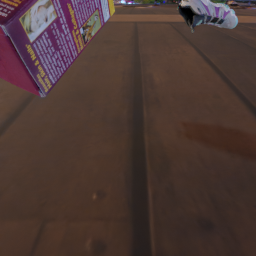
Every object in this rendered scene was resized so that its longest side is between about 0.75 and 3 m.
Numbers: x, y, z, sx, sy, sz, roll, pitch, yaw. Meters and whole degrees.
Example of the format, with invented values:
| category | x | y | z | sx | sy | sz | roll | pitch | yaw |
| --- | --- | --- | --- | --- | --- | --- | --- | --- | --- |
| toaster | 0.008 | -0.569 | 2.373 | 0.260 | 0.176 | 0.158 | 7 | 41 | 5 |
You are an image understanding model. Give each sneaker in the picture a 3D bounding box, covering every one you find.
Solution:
| category | x | y | z | sx | sy | sz | roll | pitch | yaw |
| --- | --- | --- | --- | --- | --- | --- | --- | --- | --- |
| sneaker | 2.331 | -3.306 | 8.542 | 1.894 | 0.736 | 1.325 | 30 | 65 | 2 |

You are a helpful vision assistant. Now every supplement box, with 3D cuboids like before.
| category | x | y | z | sx | sy | sz | roll | pitch | yaw |
| --- | --- | --- | --- | --- | --- | --- | --- | --- | --- |
| supplement box | -1.584 | -2.274 | 5.311 | 1.403 | 1.780 | 2.719 | 25 | 65 | 17 |
